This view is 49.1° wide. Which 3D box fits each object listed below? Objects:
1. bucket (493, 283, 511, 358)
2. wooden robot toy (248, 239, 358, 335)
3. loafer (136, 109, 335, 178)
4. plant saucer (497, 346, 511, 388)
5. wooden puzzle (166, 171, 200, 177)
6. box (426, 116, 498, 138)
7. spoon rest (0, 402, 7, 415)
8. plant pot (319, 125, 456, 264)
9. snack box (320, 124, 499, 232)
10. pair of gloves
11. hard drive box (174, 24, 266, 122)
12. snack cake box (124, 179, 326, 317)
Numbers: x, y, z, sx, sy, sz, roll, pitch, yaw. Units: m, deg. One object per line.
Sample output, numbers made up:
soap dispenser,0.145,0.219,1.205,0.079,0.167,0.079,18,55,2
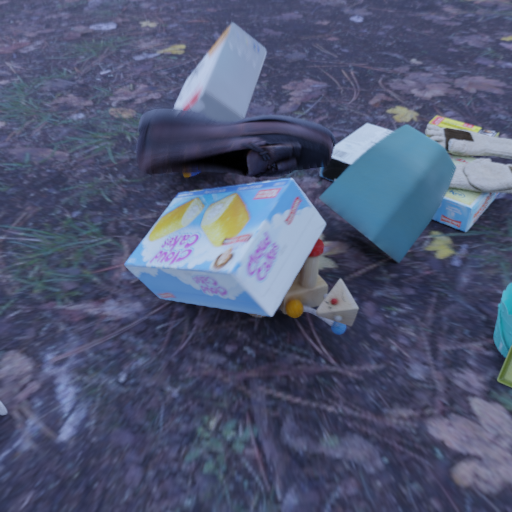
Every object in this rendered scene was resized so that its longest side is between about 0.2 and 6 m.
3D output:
bucket,4.154,1.040,8.198,1.289,0.839,1.289,0,39,0
wooden robot toy,0.247,0.300,8.601,1.391,1.351,3.066,-18,33,-16
loafer,-0.305,-1.466,8.246,2.919,1.049,0.919,5,64,-2
plant saucer,3.765,1.618,7.847,0.568,0.136,0.569,23,89,26
wooden puzzle,-0.998,-2.162,12.083,1.798,0.416,1.665,-10,24,15
box,4.936,-2.918,13.459,1.540,0.386,0.579,25,45,28
spoon rest,-4.155,2.247,6.896,0.986,0.602,1.986,31,47,32
plant pot,2.390,-1.162,9.679,1.917,1.355,1.354,-51,52,9
snack box,3.276,-1.760,11.831,3.342,0.620,1.942,27,46,29
pair of gloves,4.389,-1.980,11.298,1.998,0.412,2.349,10,40,9
hard drive box,-0.848,-3.064,10.886,0.895,1.817,2.331,32,47,-22
snack cake box,-0.547,-0.140,8.232,2.804,0.942,1.612,1,50,50
